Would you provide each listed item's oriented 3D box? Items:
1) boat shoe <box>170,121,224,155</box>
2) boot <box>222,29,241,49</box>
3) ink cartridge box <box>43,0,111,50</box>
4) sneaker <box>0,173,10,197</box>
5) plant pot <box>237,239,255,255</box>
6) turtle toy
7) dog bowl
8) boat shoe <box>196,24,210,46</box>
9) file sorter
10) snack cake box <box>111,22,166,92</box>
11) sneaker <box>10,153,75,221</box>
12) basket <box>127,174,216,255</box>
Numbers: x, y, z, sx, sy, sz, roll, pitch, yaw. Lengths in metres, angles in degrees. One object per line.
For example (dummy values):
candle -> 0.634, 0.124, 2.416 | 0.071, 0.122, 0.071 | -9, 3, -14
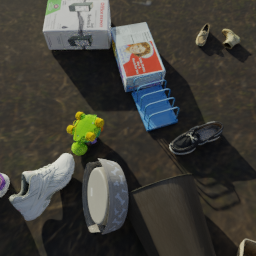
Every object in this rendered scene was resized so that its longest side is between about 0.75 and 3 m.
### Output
boat shoe -> 2.434, 0.322, 9.870 | 2.040, 0.616, 0.754 | -17, 63, -9
boot -> 4.356, -3.899, 12.277 | 0.724, 0.339, 0.931 | -40, 72, -19
ink cartridge box -> -2.109, -4.464, 12.111 | 2.673, 1.123, 1.945 | -1, 62, -1
sneaker -> -5.140, 1.584, 8.950 | 2.449, 1.083, 0.985 | 5, 63, 4
plant pot -> 3.550, 3.915, 7.712 | 1.219, 1.079, 1.218 | 16, 63, 10
turtle toy -> -1.482, 0.209, 9.777 | 1.144, 0.793, 1.570 | 19, 68, 26
dog bowl -> -0.701, 1.972, 8.199 | 0.656, 2.235, 2.235 | 3, 59, -27
boat shoe -> 3.324, -4.117, 12.351 | 0.430, 0.387, 1.192 | 23, 64, 12
file sorter -> 1.005, -1.024, 10.325 | 1.228, 1.086, 1.770 | -16, 63, -9
snack cake box -> 0.344, -2.935, 11.424 | 1.572, 0.918, 2.733 | -11, 63, -8
sneaker -> -2.623, 1.581, 8.671 | 0.929, 1.185, 2.386 | -6, 41, 48
basket -> 1.287, 2.944, 7.854 | 2.436, 1.838, 2.702 | -10, 65, -22
